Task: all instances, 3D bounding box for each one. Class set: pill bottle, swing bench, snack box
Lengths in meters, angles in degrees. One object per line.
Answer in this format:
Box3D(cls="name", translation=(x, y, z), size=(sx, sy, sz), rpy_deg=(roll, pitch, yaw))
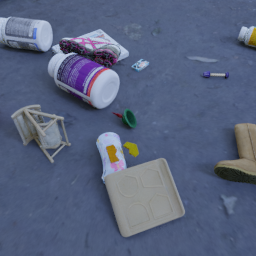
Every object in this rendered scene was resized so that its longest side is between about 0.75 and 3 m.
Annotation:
Box3D(cls="pill bottle", translation=(-1.939, -2.122, 11.918), size=(2.965, 1.667, 1.667), rpy_deg=(29, 55, 22))
Box3D(cls="pill bottle", translation=(6.726, -4.723, 14.631), size=(1.731, 0.976, 0.976), rpy_deg=(21, 52, 19))
Box3D(cls="swing bench", translation=(-3.079, 0.128, 10.034), size=(1.598, 1.590, 1.037), rpy_deg=(27, 54, 21))
Box3D(cls="pill bottle", translation=(-5.403, -4.846, 14.370), size=(2.665, 1.516, 1.516), rpy_deg=(10, 50, 8))
Box3D(cls="snack box", translation=(0.599, -3.068, 13.748), size=(0.464, 0.148, 0.799), rpy_deg=(32, 56, 25))

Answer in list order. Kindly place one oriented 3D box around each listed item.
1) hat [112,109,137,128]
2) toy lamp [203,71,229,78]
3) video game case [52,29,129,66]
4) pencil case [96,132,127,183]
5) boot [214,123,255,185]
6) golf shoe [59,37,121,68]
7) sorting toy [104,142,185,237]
Box3D(cls="hat", translation=(-0.210, -0.268, 11.277), size=(0.858, 0.807, 0.974), rpy_deg=(-26, 26, 27))
Box3D(cls="toy lamp", translation=(4.117, -2.505, 13.155), size=(1.144, 0.333, 0.333), rpy_deg=(2, 49, 0))
Box3D(cls="video game case", translation=(-1.938, -3.915, 14.335), size=(2.981, 0.353, 2.714), rpy_deg=(-29, 55, -23))
Box3D(cls="pencil case", translation=(-0.561, 1.068, 9.748), size=(0.874, 0.801, 1.926), rpy_deg=(-19, 50, 5))
Box3D(cls="boot", translation=(4.032, 0.807, 10.041), size=(2.041, 0.771, 2.331), rpy_deg=(15, 51, -4))
Box3D(cls="golf shoe", translation=(-1.783, -3.750, 13.325), size=(2.933, 1.065, 1.350), rpy_deg=(15, 48, 4))
Box3D(cls="sorting toy", translation=(0.360, 1.736, 8.913), size=(2.087, 0.375, 2.801), rpy_deg=(-16, 74, -11))
